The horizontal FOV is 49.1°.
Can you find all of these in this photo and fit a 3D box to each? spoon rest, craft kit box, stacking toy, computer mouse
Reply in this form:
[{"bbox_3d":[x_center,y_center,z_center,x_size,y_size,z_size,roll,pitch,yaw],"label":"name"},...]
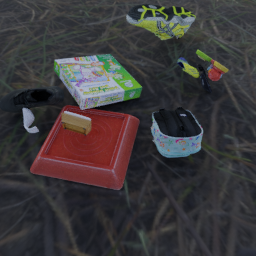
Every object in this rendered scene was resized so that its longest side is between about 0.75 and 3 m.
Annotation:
[{"bbox_3d":[-2.757,-0.199,7.799,0.300,0.492,0.990,-28,46,-9],"label":"spoon rest"},{"bbox_3d":[-0.970,-1.551,8.871,2.093,0.508,2.067,-16,54,-32],"label":"craft kit box"},{"bbox_3d":[2.565,-1.950,8.939,1.136,0.530,1.255,36,20,8],"label":"stacking toy"},{"bbox_3d":[2.513,-1.598,9.278,0.232,0.707,1.007,-22,88,24],"label":"computer mouse"}]

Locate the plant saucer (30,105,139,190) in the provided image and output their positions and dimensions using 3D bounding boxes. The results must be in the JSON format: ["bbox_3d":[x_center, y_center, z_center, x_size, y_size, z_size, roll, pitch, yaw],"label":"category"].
[{"bbox_3d":[-1.086,0.307,7.593,2.438,0.448,2.442,9,50,9],"label":"plant saucer"}]

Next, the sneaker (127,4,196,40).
[{"bbox_3d":[1.226,-3.768,10.248,2.953,1.128,1.113,-9,47,-32],"label":"sneaker"}]

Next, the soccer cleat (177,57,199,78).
[{"bbox_3d":[1.966,-1.934,9.230,0.896,0.290,0.375,43,63,-6],"label":"soccer cleat"}]

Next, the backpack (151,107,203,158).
[{"bbox_3d":[1.246,0.169,7.199,1.229,1.043,1.385,-3,26,-8],"label":"backpack"}]

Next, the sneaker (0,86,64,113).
[{"bbox_3d":[-2.893,-0.878,8.123,1.936,0.879,0.735,-13,93,6],"label":"sneaker"}]

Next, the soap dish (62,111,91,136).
[{"bbox_3d":[-1.313,-0.103,7.100,0.758,0.596,0.308,16,66,-1],"label":"soap dish"}]
